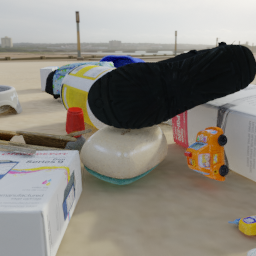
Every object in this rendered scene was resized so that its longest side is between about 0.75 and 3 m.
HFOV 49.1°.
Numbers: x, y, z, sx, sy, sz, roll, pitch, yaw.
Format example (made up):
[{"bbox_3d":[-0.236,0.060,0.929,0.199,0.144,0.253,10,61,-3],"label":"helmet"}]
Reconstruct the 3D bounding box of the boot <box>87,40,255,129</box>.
[{"bbox_3d":[0.801,-0.918,5.413,2.869,1.062,2.351,-16,12,7],"label":"boot"}]

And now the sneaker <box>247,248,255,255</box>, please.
[{"bbox_3d":[2.129,1.218,2.624,1.968,0.741,0.871,2,-5,-5],"label":"sneaker"}]

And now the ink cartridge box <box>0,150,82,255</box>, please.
[{"bbox_3d":[-1.357,0.883,3.478,1.252,0.754,1.723,0,13,2],"label":"ink cartridge box"}]

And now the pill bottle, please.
[{"bbox_3d":[-0.558,-0.781,7.510,1.675,1.675,2.990,-10,20,-31],"label":"pill bottle"}]

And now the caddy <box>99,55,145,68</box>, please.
[{"bbox_3d":[-0.328,-2.323,12.659,2.626,1.856,1.378,11,16,35],"label":"caddy"}]

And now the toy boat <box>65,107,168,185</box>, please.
[{"bbox_3d":[-0.361,0.336,5.297,2.197,1.021,1.846,20,28,31],"label":"toy boat"}]

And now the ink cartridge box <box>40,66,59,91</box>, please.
[{"bbox_3d":[-4.143,-2.649,14.974,0.670,1.162,1.601,0,16,-1],"label":"ink cartridge box"}]

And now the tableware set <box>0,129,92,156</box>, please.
[{"bbox_3d":[-2.036,0.115,5.185,2.657,0.533,1.757,5,-6,29],"label":"tableware set"}]

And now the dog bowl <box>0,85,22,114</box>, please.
[{"bbox_3d":[-5.146,-0.892,9.493,2.908,0.853,2.908,1,17,0],"label":"dog bowl"}]

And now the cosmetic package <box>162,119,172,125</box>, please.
[{"bbox_3d":[1.594,-0.587,8.695,0.862,0.728,1.613,10,16,21],"label":"cosmetic package"}]

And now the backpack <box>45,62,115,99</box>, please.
[{"bbox_3d":[-1.679,-1.919,11.637,2.660,2.045,2.170,19,14,21],"label":"backpack"}]

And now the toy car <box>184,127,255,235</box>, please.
[{"bbox_3d":[1.337,0.622,3.948,0.606,0.894,1.822,-4,21,-13],"label":"toy car"}]

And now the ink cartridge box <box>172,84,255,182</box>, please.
[{"bbox_3d":[2.584,-0.063,5.667,2.142,1.247,2.941,-13,18,-24],"label":"ink cartridge box"}]
